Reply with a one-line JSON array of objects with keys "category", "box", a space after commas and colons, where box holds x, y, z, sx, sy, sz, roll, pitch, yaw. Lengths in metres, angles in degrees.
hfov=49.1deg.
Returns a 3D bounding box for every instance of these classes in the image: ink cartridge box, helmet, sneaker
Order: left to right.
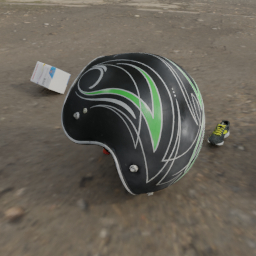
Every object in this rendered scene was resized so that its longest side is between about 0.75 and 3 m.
[{"category": "ink cartridge box", "box": [-2.792, -1.812, 10.079, 1.051, 0.771, 0.767, 25, 5, 31]}, {"category": "helmet", "box": [0.284, -0.129, 5.777, 2.602, 2.729, 2.729, 25, 40, 25]}, {"category": "sneaker", "box": [2.444, 0.102, 7.530, 0.408, 0.464, 1.096, 15, 29, 29]}]

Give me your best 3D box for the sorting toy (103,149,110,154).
[{"category": "sorting toy", "box": [-0.593, 0.317, 7.397, 0.311, 0.308, 0.896, -10, 34, -15]}]
